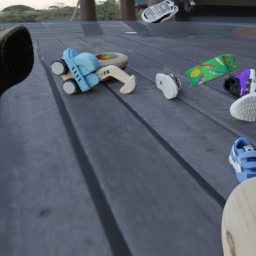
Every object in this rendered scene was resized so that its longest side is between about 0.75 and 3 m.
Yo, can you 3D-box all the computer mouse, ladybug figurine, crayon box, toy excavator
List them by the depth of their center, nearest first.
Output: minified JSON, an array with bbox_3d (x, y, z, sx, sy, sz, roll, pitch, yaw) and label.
[{"bbox_3d":[2.156,1.807,3.498,1.988,1.054,2.929,6,34,4],"label":"ladybug figurine"},{"bbox_3d":[2.125,-1.430,6.933,0.888,0.435,1.494,-21,2,32],"label":"crayon box"},{"bbox_3d":[1.404,-4.232,10.069,1.908,0.419,1.046,-23,65,1],"label":"computer mouse"},{"bbox_3d":[-1.386,-2.317,11.798,2.792,2.715,1.395,-23,19,19],"label":"toy excavator"},{"bbox_3d":[-1.069,-3.065,14.004,2.016,1.068,2.970,14,29,26],"label":"ladybug figurine"}]

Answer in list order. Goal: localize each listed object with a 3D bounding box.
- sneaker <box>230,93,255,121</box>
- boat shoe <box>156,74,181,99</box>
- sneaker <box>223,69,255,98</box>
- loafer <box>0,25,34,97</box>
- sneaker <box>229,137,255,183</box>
[{"bbox_3d":[4.146,-0.762,9.704,2.235,0.854,0.900,-16,15,-35],"label":"sneaker"},{"bbox_3d":[1.806,-1.877,11.791,0.762,0.846,2.394,-5,24,-6],"label":"boat shoe"},{"bbox_3d":[4.724,-1.975,11.969,1.231,0.861,2.476,7,27,16],"label":"sneaker"},{"bbox_3d":[-2.558,-1.089,4.956,0.940,1.060,2.787,6,37,7],"label":"loafer"},{"bbox_3d":[2.756,0.802,6.387,0.594,0.661,1.607,1,27,-4],"label":"sneaker"}]
